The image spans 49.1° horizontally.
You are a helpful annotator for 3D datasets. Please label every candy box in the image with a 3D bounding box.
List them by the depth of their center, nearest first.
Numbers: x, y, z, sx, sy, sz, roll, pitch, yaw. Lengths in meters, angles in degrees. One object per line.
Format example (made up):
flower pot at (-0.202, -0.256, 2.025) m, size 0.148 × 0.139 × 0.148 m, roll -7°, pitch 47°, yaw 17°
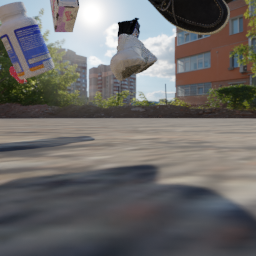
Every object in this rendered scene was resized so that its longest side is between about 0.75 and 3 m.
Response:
candy box at (-1.143, -2.330, 4.873) m, size 0.365 × 1.021 × 0.856 m, roll -7°, pitch -8°, yaw -20°

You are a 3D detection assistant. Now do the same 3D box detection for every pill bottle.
pill bottle at (-3.918, -3.270, 10.560) m, size 1.446 × 2.580 × 1.446 m, roll -16°, pitch 19°, yaw 6°

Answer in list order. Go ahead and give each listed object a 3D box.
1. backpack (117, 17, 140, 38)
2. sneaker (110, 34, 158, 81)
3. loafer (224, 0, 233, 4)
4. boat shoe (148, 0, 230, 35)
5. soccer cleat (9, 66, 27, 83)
backpack at (0.009, -3.382, 9.948) m, size 0.880 × 0.839 × 0.678 m, roll 0°, pitch -32°, yaw 33°
sneaker at (-0.037, -2.111, 8.014) m, size 0.948 × 1.209 × 2.432 m, roll -34°, pitch 1°, yaw 24°
loafer at (2.879, -4.094, 8.598) m, size 0.905 × 0.911 × 2.504 m, roll -4°, pitch -5°, yaw -44°
boat shoe at (0.833, -2.750, 5.555) m, size 2.634 × 0.983 × 0.820 m, roll 38°, pitch 19°, yaw 3°
soccer cleat at (-4.562, -2.182, 11.588) m, size 0.992 × 0.331 × 0.379 m, roll 46°, pitch 13°, yaw 24°
